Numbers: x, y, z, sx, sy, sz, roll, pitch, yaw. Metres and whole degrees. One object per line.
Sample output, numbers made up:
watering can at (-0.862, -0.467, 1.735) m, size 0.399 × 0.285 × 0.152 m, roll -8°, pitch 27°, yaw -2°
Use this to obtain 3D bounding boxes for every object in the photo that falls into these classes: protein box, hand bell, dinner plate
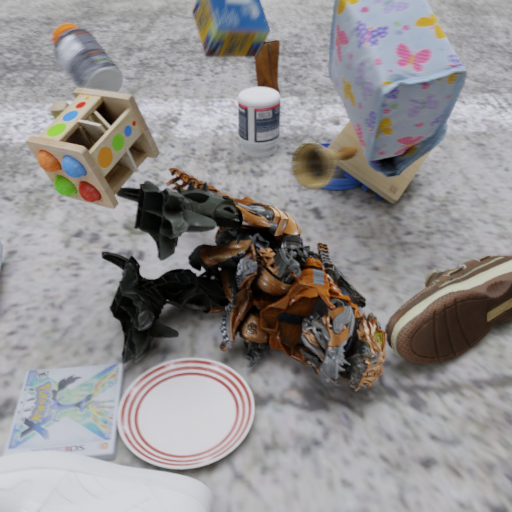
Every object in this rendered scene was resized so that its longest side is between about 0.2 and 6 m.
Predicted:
protein box at (-0.432, -3.950, 9.437) m, size 0.968 × 0.653 × 0.961 m, roll -9°, pitch 73°, yaw -24°
hand bell at (1.120, -1.422, 8.055) m, size 0.652 × 0.652 × 1.251 m, roll 24°, pitch 33°, yaw 29°
dinner plate at (-0.985, 2.214, 7.957) m, size 1.922 × 0.233 × 1.922 m, roll 0°, pitch 38°, yaw 0°

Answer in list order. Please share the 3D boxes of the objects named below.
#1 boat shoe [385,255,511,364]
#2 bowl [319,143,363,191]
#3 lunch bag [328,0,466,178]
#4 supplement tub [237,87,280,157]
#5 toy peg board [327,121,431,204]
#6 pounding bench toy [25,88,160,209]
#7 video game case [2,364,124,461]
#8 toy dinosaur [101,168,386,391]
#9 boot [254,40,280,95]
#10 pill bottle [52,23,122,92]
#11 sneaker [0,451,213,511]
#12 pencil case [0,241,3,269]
boat shoe at (3.249, 0.775, 9.270) m, size 3.329 × 1.229 × 1.231 m, roll -15°, pitch 26°, yaw -29°
bowl at (1.908, -2.188, 13.712) m, size 1.911 × 0.375 × 1.911 m, roll 0°, pitch 37°, yaw 0°
lunch bag at (2.426, -3.148, 10.292) m, size 1.812 × 2.850 × 2.417 m, roll -14°, pitch 65°, yaw -5°
supplement tub at (0.075, -3.446, 14.415) m, size 1.082 × 1.542 × 1.082 m, roll 0°, pitch 37°, yaw 0°
toy peg board at (2.716, -2.219, 13.047) m, size 1.928 × 0.943 × 1.920 m, roll 36°, pitch 63°, yaw 5°
pounding bench toy at (-2.383, -1.432, 7.420) m, size 1.589 × 0.987 × 1.239 m, roll 15°, pitch 57°, yaw 27°
video game case at (-2.686, 2.227, 7.976) m, size 1.457 × 0.176 × 1.598 m, roll -4°, pitch 37°, yaw -5°
toy dinosaur at (-0.358, 0.198, 9.370) m, size 3.793 × 2.855 × 5.589 m, roll -2°, pitch 15°, yaw -34°
boot at (0.136, -4.766, 15.673) m, size 0.737 × 2.151 × 2.025 m, roll 24°, pitch 43°, yaw 29°
pill bottle at (-2.676, -3.050, 8.714) m, size 0.678 × 0.678 × 1.276 m, roll -25°, pitch 67°, yaw -30°
sneaker at (-1.997, 3.134, 6.052) m, size 2.831 × 1.043 × 1.636 m, roll 4°, pitch 34°, yaw 4°
pencil case at (-5.033, 0.351, 9.934) m, size 0.892 × 0.817 × 1.967 m, roll 5°, pitch 34°, yaw -24°
